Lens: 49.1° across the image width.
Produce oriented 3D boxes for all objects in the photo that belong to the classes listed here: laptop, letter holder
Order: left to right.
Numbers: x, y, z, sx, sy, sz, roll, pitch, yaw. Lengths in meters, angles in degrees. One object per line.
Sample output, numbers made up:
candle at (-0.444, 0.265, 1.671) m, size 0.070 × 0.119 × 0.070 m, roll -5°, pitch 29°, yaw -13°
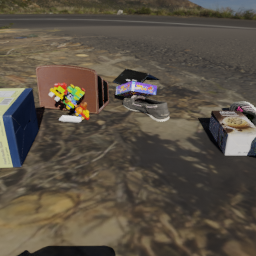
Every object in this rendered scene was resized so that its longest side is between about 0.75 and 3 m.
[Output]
letter holder at (-2.528, -2.002, 12.951) m, size 2.942 × 2.091 × 1.480 m, roll 7°, pitch 26°, yaw 14°
laptop at (0.519, -2.888, 17.103) m, size 1.900 × 1.107 × 2.144 m, roll 21°, pitch 58°, yaw 38°

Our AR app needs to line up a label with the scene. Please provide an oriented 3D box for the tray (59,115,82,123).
tray at (-2.394, -0.365, 11.820) m, size 0.939 × 0.104 × 0.504 m, roll 4°, pitch 26°, yaw 4°

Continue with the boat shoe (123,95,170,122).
boat shoe at (0.780, -1.113, 12.547) m, size 0.941 × 0.802 × 2.815 m, roll -24°, pitch 34°, yaw -33°

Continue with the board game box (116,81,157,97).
board game box at (0.344, -1.763, 13.208) m, size 1.259 × 0.419 × 1.873 m, roll 7°, pitch -2°, yaw -23°

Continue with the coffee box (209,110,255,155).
coffee box at (3.754, 0.121, 9.994) m, size 1.158 × 0.818 × 2.049 m, roll 0°, pitch 26°, yaw -1°

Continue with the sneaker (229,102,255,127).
sneaker at (4.767, -0.536, 11.436) m, size 0.889 × 0.750 × 2.033 m, roll -4°, pitch 30°, yaw -23°

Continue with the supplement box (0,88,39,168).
supplement box at (-4.677, -0.088, 9.304) m, size 2.640 × 1.774 × 2.642 m, roll -2°, pitch 26°, yaw -3°

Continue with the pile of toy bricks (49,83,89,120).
pile of toy bricks at (-2.210, -1.309, 11.591) m, size 1.977 × 0.976 × 1.097 m, roll 39°, pitch 15°, yaw -28°
